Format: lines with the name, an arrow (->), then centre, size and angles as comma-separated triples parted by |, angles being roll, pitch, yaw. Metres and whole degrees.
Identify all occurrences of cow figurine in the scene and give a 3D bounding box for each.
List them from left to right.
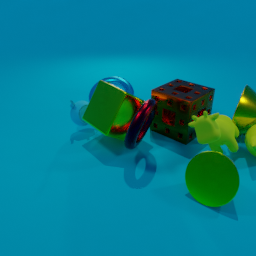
cow figurine -> 2.212, 0.011, 7.081 | 0.813, 1.457, 1.481 | -23, 21, 37

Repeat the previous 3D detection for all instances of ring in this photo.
ring -> -0.585, -1.107, 9.836 | 1.651, 0.330, 1.651 | -4, 63, 7
ring -> 0.335, -0.089, 7.087 | 0.284, 1.420, 1.420 | 29, 36, 12

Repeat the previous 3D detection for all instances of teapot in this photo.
teapot -> -1.363, -0.461, 8.531 | 0.620, 1.267, 0.788 | 9, 64, 53

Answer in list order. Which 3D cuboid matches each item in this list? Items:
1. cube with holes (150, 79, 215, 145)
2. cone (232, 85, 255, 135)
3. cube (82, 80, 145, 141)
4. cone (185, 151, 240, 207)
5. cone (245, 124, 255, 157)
cube with holes -> 1.629, -0.554, 8.562 | 1.352, 1.352, 1.352 | 24, 37, 36
cone -> 3.884, -0.235, 7.926 | 1.600, 1.594, 1.594 | 21, 35, 22
cube -> -0.287, -0.442, 7.990 | 1.258, 1.258, 1.258 | 19, 9, -46
cone -> 2.080, 1.106, 6.402 | 1.171, 1.171, 1.176 | 22, 9, 34
cone -> 3.276, 0.390, 7.023 | 0.957, 0.957, 0.960 | 23, 20, 35
